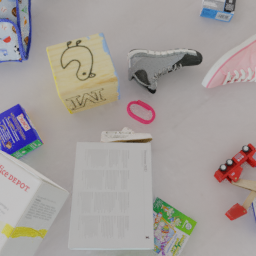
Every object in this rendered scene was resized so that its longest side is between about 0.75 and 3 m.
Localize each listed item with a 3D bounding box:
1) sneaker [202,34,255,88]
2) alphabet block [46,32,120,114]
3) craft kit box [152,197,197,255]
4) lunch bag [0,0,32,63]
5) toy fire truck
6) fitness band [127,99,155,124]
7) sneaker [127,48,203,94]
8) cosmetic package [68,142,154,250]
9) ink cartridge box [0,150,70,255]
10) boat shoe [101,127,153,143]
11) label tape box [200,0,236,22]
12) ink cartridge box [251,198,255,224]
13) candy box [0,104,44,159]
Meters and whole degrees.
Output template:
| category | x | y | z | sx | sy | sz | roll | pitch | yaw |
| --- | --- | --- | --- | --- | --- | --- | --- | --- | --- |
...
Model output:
| category | x | y | z | sx | sy | sz | roll | pitch | yaw |
| --- | --- | --- | --- | --- | --- | --- | --- | --- | --- |
| sneaker | 3.714 | -1.842 | 8.905 | 2.669 | 1.004 | 1.395 | -36 | 72 | -13 |
| alphabet block | -1.281 | -1.598 | 8.506 | 1.709 | 1.678 | 1.669 | -18 | 74 | -5 |
| craft kit box | 1.060 | 2.891 | 7.964 | 1.319 | 0.324 | 1.336 | 31 | 77 | 6 |
| lunch bag | -4.365 | -3.401 | 9.117 | 2.171 | 1.582 | 2.554 | -1 | 88 | 0 |
| toy fire truck | 3.295 | 1.533 | 8.098 | 1.990 | 0.485 | 1.403 | -38 | 66 | -7 |
| fitness band | 0.408 | -0.506 | 8.804 | 0.954 | 0.178 | 0.685 | 28 | 57 | -5 |
| sneaker | 1.144 | -1.757 | 9.041 | 2.431 | 0.912 | 1.404 | 2 | 79 | 11 |
| cosmetic package | -0.412 | 1.829 | 7.781 | 2.158 | 0.739 | 2.862 | 1 | 66 | 0 |
| ink cartridge box | -3.248 | 2.375 | 7.188 | 2.171 | 1.248 | 2.992 | 22 | 76 | 33 |
| boat shoe | -0.050 | 0.223 | 8.568 | 1.586 | 0.562 | 0.550 | -3 | 66 | -2 |
| label tape box | 3.262 | -4.633 | 9.968 | 1.096 | 0.506 | 1.530 | 13 | 76 | 4 |
| ink cartridge box | 4.581 | 2.432 | 8.024 | 2.173 | 0.426 | 1.081 | -4 | 75 | -3 |
| candy box | -3.639 | 0.267 | 8.523 | 1.614 | 0.622 | 1.365 | -31 | 75 | -7 |
